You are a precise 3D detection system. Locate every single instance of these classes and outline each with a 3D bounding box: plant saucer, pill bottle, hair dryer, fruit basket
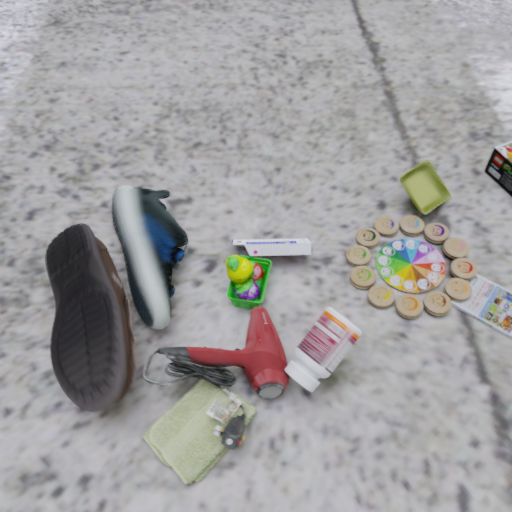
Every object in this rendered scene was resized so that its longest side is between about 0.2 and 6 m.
[{"bbox_3d":[3.248,-1.312,10.908,0.877,0.210,0.878,-32,88,-27],"label":"plant saucer"},{"bbox_3d":[0.972,1.392,8.284,0.633,0.633,1.155,37,88,25],"label":"pill bottle"},{"bbox_3d":[-0.341,1.530,8.533,1.842,0.657,2.418,40,40,7],"label":"hair dryer"},{"bbox_3d":[-0.162,0.347,9.587,0.724,1.003,1.003,9,53,7],"label":"fruit basket"}]

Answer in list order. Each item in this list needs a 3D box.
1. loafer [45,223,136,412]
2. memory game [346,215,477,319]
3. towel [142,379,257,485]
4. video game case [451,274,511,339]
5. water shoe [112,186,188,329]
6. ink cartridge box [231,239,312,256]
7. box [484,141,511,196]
[{"bbox_3d":[-2.422,0.912,8.864,1.241,1.206,3.398,-29,51,11],"label":"loafer"},{"bbox_3d":[2.807,0.130,10.176,2.369,0.151,2.369,-1,51,2],"label":"memory game"},{"bbox_3d":[-0.816,2.516,8.326,1.115,0.274,1.502,36,61,23],"label":"towel"},{"bbox_3d":[4.094,0.848,9.719,1.182,0.106,0.846,31,58,22],"label":"video game case"},{"bbox_3d":[-1.692,-0.143,9.773,1.181,1.070,2.992,-7,55,-23],"label":"water shoe"},{"bbox_3d":[0.271,-0.162,10.168,1.434,0.266,0.679,1,9,-1],"label":"ink cartridge box"},{"bbox_3d":[6.568,-0.977,10.760,2.144,0.676,3.896,-21,55,-16],"label":"box"}]
